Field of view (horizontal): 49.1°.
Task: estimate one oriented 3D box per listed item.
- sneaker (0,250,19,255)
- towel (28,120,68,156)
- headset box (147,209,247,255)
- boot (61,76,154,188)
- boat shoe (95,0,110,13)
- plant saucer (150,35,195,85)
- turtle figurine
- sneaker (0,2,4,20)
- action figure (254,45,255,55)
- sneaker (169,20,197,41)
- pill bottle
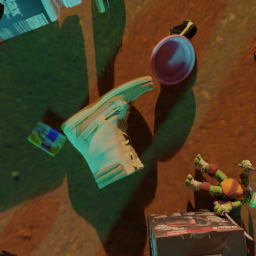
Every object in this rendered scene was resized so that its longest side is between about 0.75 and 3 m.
[{"bbox_3d":[-3.312,3.571,7.613,1.176,0.412,0.458,-7,91,1],"label":"sneaker"},{"bbox_3d":[-2.346,0.294,8.120,0.988,0.113,0.710,34,84,4],"label":"towel"},{"bbox_3d":[1.494,2.687,6.637,1.884,2.534,0.951,-5,83,-1],"label":"headset box"},{"bbox_3d":[-0.109,0.100,7.686,2.848,1.027,2.203,-33,84,2],"label":"boot"},{"bbox_3d":[-0.643,-4.815,8.259,1.014,1.016,2.817,-6,78,1],"label":"boat shoe"},{"bbox_3d":[1.235,-1.942,7.969,1.384,0.351,1.384,-9,119,-16],"label":"plant saucer"},{"bbox_3d":[2.520,1.427,7.165,1.937,1.998,1.438,21,104,22],"label":"turtle figurine"},{"bbox_3d":[-3.533,-2.323,5.556,0.900,2.030,0.781,37,127,7],"label":"sneaker"},{"bbox_3d":[3.982,-2.126,8.350,0.266,0.210,0.814,-22,82,0],"label":"action figure"},{"bbox_3d":[1.404,-2.666,8.341,1.426,0.511,0.591,-39,61,-5],"label":"sneaker"},{"bbox_3d":[-2.849,-3.642,7.760,2.827,1.690,1.690,-23,84,-3],"label":"pill bottle"}]
